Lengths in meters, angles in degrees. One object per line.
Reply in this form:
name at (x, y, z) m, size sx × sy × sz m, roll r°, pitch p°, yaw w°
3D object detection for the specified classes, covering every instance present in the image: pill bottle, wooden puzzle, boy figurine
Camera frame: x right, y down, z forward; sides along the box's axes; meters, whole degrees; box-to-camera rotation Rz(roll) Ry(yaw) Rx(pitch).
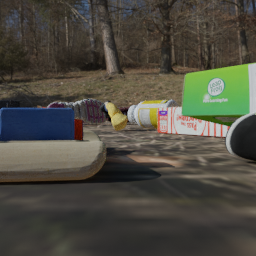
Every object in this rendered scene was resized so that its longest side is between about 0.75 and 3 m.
pill bottle at (0.699, -0.380, 7.877) m, size 1.384 × 0.775 × 0.775 m, roll 2°, pitch 3°, yaw 39°
wooden puzzle at (-0.894, 0.045, 1.982) m, size 1.439 × 0.360 × 1.553 m, roll 0°, pitch 2°, yaw -6°
boy figurine at (-0.302, -0.256, 6.804) m, size 0.410 × 0.792 × 1.274 m, roll -33°, pitch 29°, yaw -4°

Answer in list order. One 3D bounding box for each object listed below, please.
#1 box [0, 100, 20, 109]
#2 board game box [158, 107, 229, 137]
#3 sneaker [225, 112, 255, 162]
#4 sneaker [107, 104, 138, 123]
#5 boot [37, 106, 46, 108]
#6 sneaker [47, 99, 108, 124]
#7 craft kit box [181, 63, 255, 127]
box at (-3.843, -0.409, 8.303) m, size 1.103 × 0.816 × 0.575 m, roll 1°, pitch 2°, yaw 5°
board game box at (1.926, -0.157, 5.304) m, size 2.204 × 0.510 × 1.670 m, roll -1°, pitch 2°, yaw -32°
sneaker at (1.096, 0.063, 1.660) m, size 0.974 × 0.349 × 0.403 m, roll 1°, pitch 2°, yaw 14°
sneaker at (0.203, -0.567, 12.768) m, size 2.706 × 1.024 × 1.563 m, roll -10°, pitch 5°, yaw 10°
boot at (-2.758, -0.372, 10.169) m, size 1.025 × 0.717 × 1.912 m, roll 4°, pitch 7°, yaw -33°
sneaker at (-2.189, -0.629, 12.151) m, size 2.710 × 1.090 × 1.198 m, roll -2°, pitch -5°, yaw -20°
craft kit box at (1.937, -0.164, 2.489) m, size 2.057 × 0.505 × 2.083 m, roll 13°, pitch -7°, yaw -38°
